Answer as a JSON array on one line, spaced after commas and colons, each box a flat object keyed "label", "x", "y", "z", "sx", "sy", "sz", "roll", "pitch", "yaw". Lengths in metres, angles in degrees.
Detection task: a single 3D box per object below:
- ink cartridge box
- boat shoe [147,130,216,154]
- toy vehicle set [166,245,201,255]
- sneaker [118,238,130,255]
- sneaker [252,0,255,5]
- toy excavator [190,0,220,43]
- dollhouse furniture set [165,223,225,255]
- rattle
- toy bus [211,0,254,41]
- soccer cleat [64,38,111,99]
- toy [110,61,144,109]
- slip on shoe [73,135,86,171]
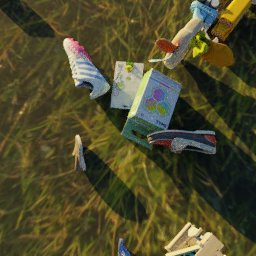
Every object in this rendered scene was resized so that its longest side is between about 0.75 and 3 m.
[{"label": "ink cartridge box", "x": 0.741, "y": -0.572, "z": 8.628, "sx": 1.132, "sy": 0.646, "sz": 2.180, "roll": 26, "pitch": 76, "yaw": -16}, {"label": "boat shoe", "x": 1.644, "y": 0.445, "z": 8.522, "sx": 2.120, "sy": 0.754, "sz": 0.663, "roll": 1, "pitch": 78, "yaw": -5}, {"label": "toy vehicle set", "x": 1.854, "y": 4.235, "z": 7.566, "sx": 1.197, "sy": 0.255, "sz": 1.927, "roll": -15, "pitch": 86, "yaw": -4}, {"label": "sneaker", "x": -0.108, "y": 3.526, "z": 7.920, "sx": 0.325, "sy": 0.292, "sz": 0.790, "roll": -5, "pitch": 80, "yaw": -7}, {"label": "sneaker", "x": 4.720, "y": -4.760, "z": 9.917, "sx": 1.560, "sy": 0.639, "sz": 0.576, "roll": 1, "pitch": 76, "yaw": 0}, {"label": "toy excavator", "x": 2.671, "y": -3.649, "z": 9.675, "sx": 1.456, "sy": 0.748, "sz": 1.497, "roll": 31, "pitch": 91, "yaw": 7}, {"label": "dollhouse furniture set", "x": 1.827, "y": 3.228, "z": 6.959, "sx": 1.175, "sy": 2.268, "sz": 1.004, "roll": 44, "pitch": 80, "yaw": 10}, {"label": "rattle", "x": 1.941, "y": -2.062, "z": 8.234, "sx": 1.756, "sy": 2.697, "sz": 1.926, "roll": -38, "pitch": 94, "yaw": 26}, {"label": "toy bus", "x": 3.614, "y": -3.872, "z": 9.652, "sx": 0.575, "sy": 0.691, "sz": 1.765, "roll": 37, "pitch": 78, "yaw": 9}, {"label": "soccer cleat", "x": -1.538, "y": -1.934, "z": 9.087, "sx": 0.991, "sy": 0.802, "sz": 2.297, "roll": -40, "pitch": 79, "yaw": -8}, {"label": "toy", "x": -0.016, "y": -1.359, "z": 9.151, "sx": 0.912, "sy": 0.374, "sz": 1.585, "roll": 6, "pitch": 81, "yaw": 3}, {"label": "slip on shoe", "x": -1.539, "y": 0.776, "z": 8.583, "sx": 0.337, "sy": 0.423, "sz": 1.112, "roll": -10, "pitch": 83, "yaw": -9}]
